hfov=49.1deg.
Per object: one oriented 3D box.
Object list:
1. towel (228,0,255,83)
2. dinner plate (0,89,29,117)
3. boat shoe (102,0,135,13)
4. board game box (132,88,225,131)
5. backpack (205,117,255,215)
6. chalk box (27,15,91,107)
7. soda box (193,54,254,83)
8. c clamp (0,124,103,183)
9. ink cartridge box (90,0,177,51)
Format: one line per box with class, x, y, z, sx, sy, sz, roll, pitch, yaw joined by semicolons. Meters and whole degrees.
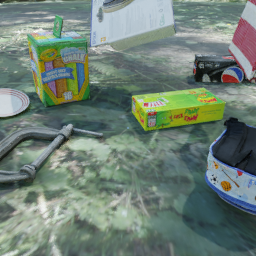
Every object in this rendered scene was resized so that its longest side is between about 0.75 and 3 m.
towel;3.215;-2.745;6.655;0.319;2.804;2.019;7;39;-7
dinner plate;-4.237;-0.830;9.496;1.692;0.205;1.692;8;38;-7
boat shoe;-0.030;-3.961;7.711;1.823;0.846;0.681;-27;45;5
board game box;1.569;-0.656;8.997;2.619;0.624;1.331;-8;31;-14
backpack;2.465;0.782;5.562;2.003;1.543;1.908;17;24;40
chalk box;-2.483;-2.474;9.964;1.746;2.818;1.759;-14;32;-23
soda box;4.362;-2.552;12.008;2.971;0.941;1.051;2;31;4
c clamp;-2.335;0.535;7.145;2.435;0.386;2.851;10;31;18
ink cartridge box;0.120;-4.181;10.053;2.958;0.641;2.904;-10;63;18
